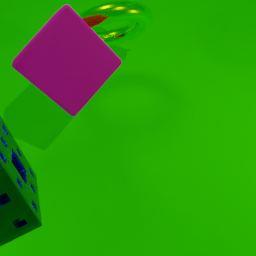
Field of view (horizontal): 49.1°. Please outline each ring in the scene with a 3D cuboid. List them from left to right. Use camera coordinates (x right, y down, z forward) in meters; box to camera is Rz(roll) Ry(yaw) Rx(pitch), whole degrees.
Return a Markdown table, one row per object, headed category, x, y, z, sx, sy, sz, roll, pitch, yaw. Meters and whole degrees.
| category | x | y | z | sx | sy | sz | roll | pitch | yaw |
| --- | --- | --- | --- | --- | --- | --- | --- | --- | --- |
| ring | -0.406 | -2.401 | 6.642 | 2.009 | 2.009 | 0.402 | -12 | 90 | -6 |

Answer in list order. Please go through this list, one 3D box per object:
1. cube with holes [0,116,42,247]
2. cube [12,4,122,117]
| category | x | y | z | sx | sy | sz | roll | pitch | yaw |
| --- | --- | --- | --- | --- | --- | --- | --- | --- | --- |
| cube with holes | -1.962 | 0.746 | 3.595 | 1.183 | 1.183 | 1.183 | -25 | 30 | -10 |
| cube | -1.226 | -1.293 | 5.451 | 1.387 | 1.387 | 1.387 | 42 | 88 | -26 |
